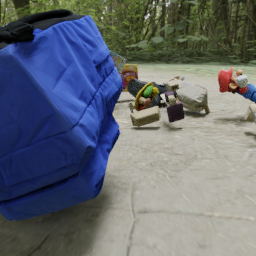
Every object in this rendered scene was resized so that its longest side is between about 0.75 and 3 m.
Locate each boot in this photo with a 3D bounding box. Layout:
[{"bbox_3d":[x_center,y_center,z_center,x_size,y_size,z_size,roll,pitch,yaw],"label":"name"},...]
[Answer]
[{"bbox_3d":[1.700,-1.316,12.048,2.842,0.933,2.342,7,30,-31],"label":"boot"}]

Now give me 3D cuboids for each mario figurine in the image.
[{"bbox_3d":[4.117,-1.501,9.691,2.082,1.103,1.285,30,-22,0],"label":"mario figurine"}]

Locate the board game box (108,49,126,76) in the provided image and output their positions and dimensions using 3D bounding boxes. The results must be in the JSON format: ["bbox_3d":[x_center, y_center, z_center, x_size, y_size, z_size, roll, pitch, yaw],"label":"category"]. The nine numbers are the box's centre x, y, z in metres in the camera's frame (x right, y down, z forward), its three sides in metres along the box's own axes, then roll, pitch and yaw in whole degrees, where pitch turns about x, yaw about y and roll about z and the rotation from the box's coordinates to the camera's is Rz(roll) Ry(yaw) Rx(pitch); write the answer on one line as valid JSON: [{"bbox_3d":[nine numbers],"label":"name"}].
[{"bbox_3d":[-0.982,-2.165,11.672,1.382,2.056,0.352,18,2,-43],"label":"board game box"}]

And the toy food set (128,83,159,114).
[{"bbox_3d":[0.677,-0.952,9.870,0.479,0.862,1.466,24,57,30],"label":"toy food set"}]

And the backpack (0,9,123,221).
[{"bbox_3d":[-1.347,-0.319,4.337,2.397,2.475,2.949,-16,28,16],"label":"backpack"}]

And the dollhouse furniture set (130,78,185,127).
[{"bbox_3d":[0.777,-0.887,9.024,1.663,1.318,1.180,-17,32,-1],"label":"dollhouse furniture set"}]

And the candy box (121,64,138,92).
[{"bbox_3d":[-0.590,-2.315,13.104,2.225,1.298,0.628,-7,7,-33],"label":"candy box"}]

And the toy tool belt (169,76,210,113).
[{"bbox_3d":[2.388,-1.197,11.091,1.158,1.140,1.855,-48,46,-10],"label":"toy tool belt"}]

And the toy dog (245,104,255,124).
[{"bbox_3d":[3.808,-0.317,7.404,1.424,1.040,2.160,6,24,-3],"label":"toy dog"}]
